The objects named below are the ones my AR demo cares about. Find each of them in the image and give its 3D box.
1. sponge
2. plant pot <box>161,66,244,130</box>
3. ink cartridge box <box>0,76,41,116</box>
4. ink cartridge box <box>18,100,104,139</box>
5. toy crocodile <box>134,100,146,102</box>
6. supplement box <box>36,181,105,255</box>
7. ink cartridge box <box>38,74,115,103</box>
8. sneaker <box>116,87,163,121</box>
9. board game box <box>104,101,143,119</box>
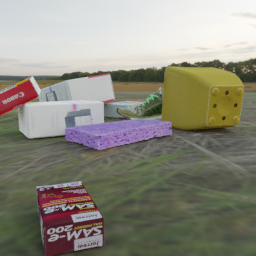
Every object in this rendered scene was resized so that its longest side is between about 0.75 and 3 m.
[{"bbox_3d":[-0.176,0.082,6.890,2.417,0.361,1.349,-10,12,-42],"label":"sponge"},{"bbox_3d":[2.286,-0.805,8.231,1.859,1.847,1.902,-3,16,-20],"label":"plant pot"},{"bbox_3d":[-2.870,-0.809,7.096,1.160,0.486,1.018,-27,22,-5],"label":"ink cartridge box"},{"bbox_3d":[-1.622,-0.325,7.813,2.512,0.845,1.471,-5,10,-29],"label":"ink cartridge box"},{"bbox_3d":[0.565,-1.232,14.576,1.789,0.552,0.604,-1,9,-6],"label":"toy crocodile"},{"bbox_3d":[-0.576,0.794,2.620,0.491,0.275,0.903,-4,11,-22],"label":"supplement box"},{"bbox_3d":[-2.168,-1.359,11.489,2.021,1.172,2.738,-20,10,-37],"label":"ink cartridge box"},{"bbox_3d":[0.923,-0.843,9.998,2.707,1.200,1.041,-2,9,-11],"label":"sneaker"},{"bbox_3d":[0.002,-0.782,11.664,1.334,0.581,1.808,8,13,37],"label":"board game box"}]
